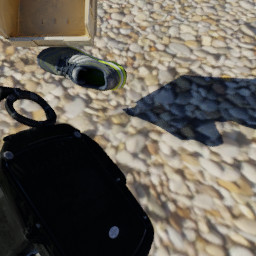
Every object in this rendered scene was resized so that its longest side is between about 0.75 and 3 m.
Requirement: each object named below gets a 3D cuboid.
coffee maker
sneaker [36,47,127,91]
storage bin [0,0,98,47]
[{"bbox_3d":[-0.946,0.953,2.782,1.292,1.918,1.842,10,45,-40],"label":"coffee maker"},{"bbox_3d":[-1.242,-1.481,6.887,2.361,0.872,0.956,15,21,12],"label":"sneaker"},{"bbox_3d":[-1.875,-3.126,6.657,2.182,1.022,2.166,1,86,5],"label":"storage bin"}]
